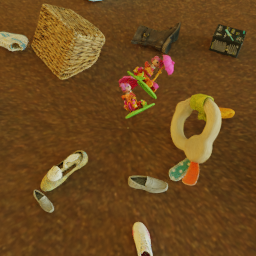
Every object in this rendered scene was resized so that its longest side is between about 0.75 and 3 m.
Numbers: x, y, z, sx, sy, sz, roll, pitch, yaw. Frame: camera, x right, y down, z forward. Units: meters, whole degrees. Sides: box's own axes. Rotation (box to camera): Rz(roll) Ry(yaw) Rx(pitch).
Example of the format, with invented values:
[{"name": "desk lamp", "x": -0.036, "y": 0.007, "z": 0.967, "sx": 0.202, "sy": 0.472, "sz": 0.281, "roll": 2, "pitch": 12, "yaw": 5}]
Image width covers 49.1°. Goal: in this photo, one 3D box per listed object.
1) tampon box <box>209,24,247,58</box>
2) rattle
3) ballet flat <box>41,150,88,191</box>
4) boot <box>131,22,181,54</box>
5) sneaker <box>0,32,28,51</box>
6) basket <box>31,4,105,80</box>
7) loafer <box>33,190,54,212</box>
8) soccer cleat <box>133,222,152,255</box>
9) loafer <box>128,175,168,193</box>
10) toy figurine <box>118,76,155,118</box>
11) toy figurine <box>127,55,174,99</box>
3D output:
[{"name": "tampon box", "x": 4.055, "y": -3.557, "z": 11.441, "sx": 1.186, "sy": 0.748, "sz": 0.889, "roll": 21, "pitch": 58, "yaw": 14}, {"name": "rattle", "x": 2.391, "y": 0.514, "z": 8.819, "sx": 1.833, "sy": 2.011, "sz": 2.816, "roll": -13, "pitch": 65, "yaw": 32}, {"name": "ballet flat", "x": -1.914, "y": 1.207, "z": 8.294, "sx": 1.644, "sy": 0.581, "sz": 0.581, "roll": -35, "pitch": 62, "yaw": -21}, {"name": "boot", "x": 1.200, "y": -4.032, "z": 11.823, "sx": 1.690, "sy": 0.672, "sz": 1.941, "roll": 26, "pitch": 62, "yaw": 16}, {"name": "sneaker", "x": -4.936, "y": -3.544, "z": 11.554, "sx": 1.496, "sy": 0.572, "sz": 0.604, "roll": 4, "pitch": 55, "yaw": 5}, {"name": "basket", "x": -2.357, "y": -3.409, "z": 11.303, "sx": 1.872, "sy": 1.954, "sz": 2.623, "roll": -12, "pitch": 49, "yaw": -49}, {"name": "loafer", "x": -2.389, "y": 2.050, "z": 7.867, "sx": 0.806, "sy": 0.281, "sz": 0.282, "roll": 36, "pitch": 63, "yaw": 22}, {"name": "soccer cleat", "x": 0.405, "y": 2.948, "z": 7.102, "sx": 0.425, "sy": 0.525, "sz": 1.216, "roll": -10, "pitch": 56, "yaw": -7}, {"name": "loafer", "x": 0.578, "y": 1.605, "z": 8.097, "sx": 1.165, "sy": 0.407, "sz": 0.407, "roll": 5, "pitch": 56, "yaw": 4}, {"name": "toy figurine", "x": 0.064, "y": -0.954, "z": 8.136, "sx": 1.136, "sy": 0.927, "sz": 1.234, "roll": 63, "pitch": 29, "yaw": -1}, {"name": "toy figurine", "x": 0.801, "y": -1.736, "z": 8.510, "sx": 1.194, "sy": 0.974, "sz": 1.297, "roll": -46, "pitch": 59, "yaw": 2}]
